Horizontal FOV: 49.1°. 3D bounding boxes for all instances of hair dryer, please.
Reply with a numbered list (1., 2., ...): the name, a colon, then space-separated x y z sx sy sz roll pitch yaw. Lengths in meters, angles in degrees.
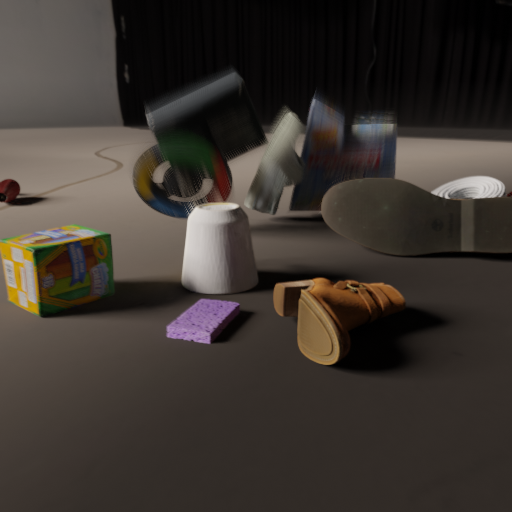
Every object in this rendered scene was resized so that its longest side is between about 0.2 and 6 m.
1. hair dryer: -7.007 -1.585 14.745 2.049 0.557 1.561 5 31 38

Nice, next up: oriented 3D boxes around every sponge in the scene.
1. sponge: -0.629 0.787 6.926 0.561 0.150 1.006 5 17 18

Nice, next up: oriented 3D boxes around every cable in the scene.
1. cable: 4.298 -1.105 11.545 1.620 0.561 1.620 -14 26 14

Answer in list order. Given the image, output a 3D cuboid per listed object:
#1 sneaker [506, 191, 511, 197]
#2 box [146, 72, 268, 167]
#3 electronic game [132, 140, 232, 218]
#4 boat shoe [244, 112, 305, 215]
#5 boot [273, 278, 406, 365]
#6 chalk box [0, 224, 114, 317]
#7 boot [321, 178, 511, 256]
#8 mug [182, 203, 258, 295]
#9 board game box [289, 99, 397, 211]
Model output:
1. sneaker: 5.395 -1.136 11.731 0.630 1.011 1.887 12 6 -44
2. box: -0.987 -2.578 11.324 2.013 1.420 0.794 -25 35 0
3. electronic game: -1.446 -1.469 11.050 1.952 1.952 0.406 -1 48 -2
4. boat shoe: 0.548 -1.846 11.780 0.934 2.624 0.915 23 49 -4
5. boot: 1.112 0.702 6.551 1.418 0.700 1.826 0 9 -15
6. chalk box: -2.588 0.124 7.795 0.926 0.932 1.494 14 22 40
7. boot: 3.025 -0.598 10.282 3.650 1.344 1.377 8 0 10
8. mug: -0.649 -0.188 8.426 1.150 1.179 1.436 -16 22 -41
9. board game box: 1.856 -2.182 12.148 2.342 2.341 0.722 0 27 10
